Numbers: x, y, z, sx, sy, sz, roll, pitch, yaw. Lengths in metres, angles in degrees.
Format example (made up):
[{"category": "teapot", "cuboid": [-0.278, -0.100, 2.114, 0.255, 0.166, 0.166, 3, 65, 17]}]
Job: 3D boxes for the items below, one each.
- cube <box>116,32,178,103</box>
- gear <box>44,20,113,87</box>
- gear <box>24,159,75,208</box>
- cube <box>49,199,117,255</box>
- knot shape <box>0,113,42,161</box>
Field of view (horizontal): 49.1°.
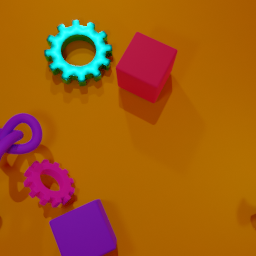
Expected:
[{"category": "cube", "cuboid": [0.508, -1.676, 7.980, 1.255, 1.255, 1.255, 27, 78, 7]}, {"category": "gear", "cuboid": [-1.494, -2.293, 8.564, 2.008, 0.371, 2.008, 1, 77, -4]}, {"category": "gear", "cuboid": [-2.044, 1.427, 7.347, 1.330, 1.330, 0.246, 47, 116, 9]}, {"category": "cube", "cuboid": [-1.084, 2.632, 7.113, 1.223, 1.223, 1.223, -24, 79, -6]}, {"category": "knot shape", "cuboid": [-3.105, 0.272, 7.119, 1.514, 0.748, 1.618, 19, 52, 39]}]
